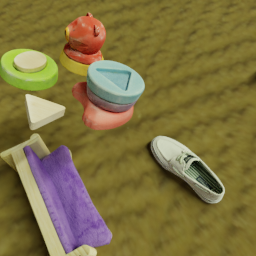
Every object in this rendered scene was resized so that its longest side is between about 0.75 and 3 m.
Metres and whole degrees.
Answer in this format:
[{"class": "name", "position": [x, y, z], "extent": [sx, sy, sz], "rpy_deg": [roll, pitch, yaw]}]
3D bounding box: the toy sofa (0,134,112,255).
[{"class": "toy sofa", "position": [-1.502, 1.499, 5.997], "extent": [1.352, 1.147, 2.770], "rpy_deg": [-26, 66, -12]}]

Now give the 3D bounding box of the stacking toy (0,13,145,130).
[{"class": "stacking toy", "position": [-0.849, -0.982, 4.359], "extent": [1.921, 0.896, 2.122], "rpy_deg": [-11, 51, -35]}]

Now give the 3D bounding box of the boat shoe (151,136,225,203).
[{"class": "boat shoe", "position": [1.425, 0.834, 6.574], "extent": [2.110, 0.704, 0.776], "rpy_deg": [39, 70, 18]}]
